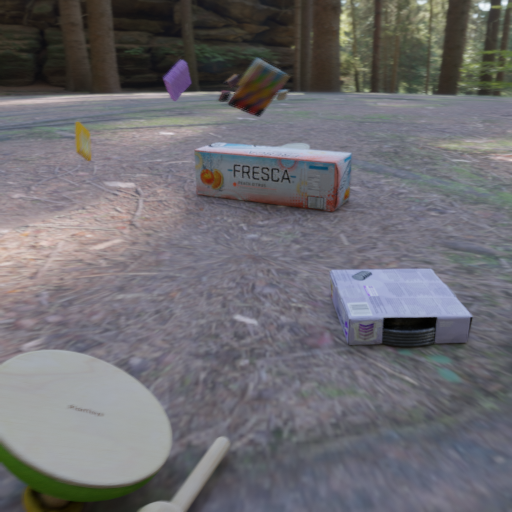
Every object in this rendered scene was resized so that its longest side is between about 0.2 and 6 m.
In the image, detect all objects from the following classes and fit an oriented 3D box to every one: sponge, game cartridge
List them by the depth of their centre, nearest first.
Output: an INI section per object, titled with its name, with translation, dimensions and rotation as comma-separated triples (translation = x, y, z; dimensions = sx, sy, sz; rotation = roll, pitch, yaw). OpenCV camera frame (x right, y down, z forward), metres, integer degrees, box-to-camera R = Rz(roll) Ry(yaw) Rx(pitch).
[game cartridge]
translation = -2.320, -1.532, 7.522
dimensions = 0.068, 0.421, 0.371
rotation = -5, -11, 6
[sponge]
translation = -1.741, -3.884, 12.476
dimensions = 0.158, 0.592, 1.061
rotation = 40, -5, 3

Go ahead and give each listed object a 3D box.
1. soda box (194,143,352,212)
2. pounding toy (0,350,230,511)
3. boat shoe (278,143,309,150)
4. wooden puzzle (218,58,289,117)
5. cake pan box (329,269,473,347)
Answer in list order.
[soda box]
translation = 0.391, -2.043, 14.042
dimensions = 3.831, 1.218, 1.310
rotation = 10, 23, 24
[pounding toy]
translation = -1.422, 1.755, 4.708
dimensions = 2.034, 0.944, 1.570
rotation = 31, 16, 3
[boat shoe]
translation = 0.419, -2.844, 16.735
dimensions = 2.514, 0.777, 0.941
rotation = -3, 35, 15
[wooden puzzle]
translation = 0.031, -3.734, 12.505
dimensions = 1.983, 1.176, 0.139
rotation = 3, 43, -54
[cake pan box]
translation = 1.944, 0.677, 7.875
dimensions = 1.609, 0.457, 1.747
rotation = -3, 20, -2
